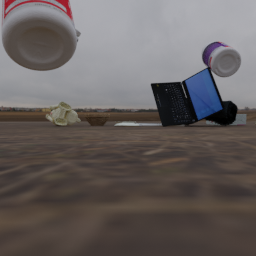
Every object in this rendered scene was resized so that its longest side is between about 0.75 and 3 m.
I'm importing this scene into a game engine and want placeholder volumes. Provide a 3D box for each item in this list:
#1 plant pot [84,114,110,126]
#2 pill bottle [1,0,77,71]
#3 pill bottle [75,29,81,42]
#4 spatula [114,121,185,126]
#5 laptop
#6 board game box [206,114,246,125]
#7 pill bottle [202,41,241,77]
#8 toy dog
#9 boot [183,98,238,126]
[{"bbox_3d":[-1.355,-0.356,12.261,1.121,0.517,1.121,1,2,0],"label":"plant pot"},{"bbox_3d":[-2.175,-2.868,6.748,1.579,2.812,1.579,-11,-33,-7],"label":"pill bottle"},{"bbox_3d":[-2.079,-3.084,9.936,0.519,0.918,0.519,32,4,-2],"label":"pill bottle"},{"bbox_3d":[0.781,-0.167,11.210,2.650,0.213,1.843,0,1,-2],"label":"spatula"},{"bbox_3d":[2.151,-1.178,10.355,2.090,1.852,1.079,-6,-23,-18],"label":"laptop"},{"bbox_3d":[4.687,-0.399,13.502,1.251,0.545,1.696,1,3,-5],"label":"board game box"},{"bbox_3d":[3.578,-2.803,11.091,1.112,1.112,1.996,0,27,-2],"label":"pill bottle"},{"bbox_3d":[-2.750,-0.533,11.733,1.325,0.954,1.367,9,-6,-36],"label":"toy dog"},{"bbox_3d":[3.330,-0.579,11.737,2.319,1.054,2.759,11,-5,26],"label":"boot"}]
